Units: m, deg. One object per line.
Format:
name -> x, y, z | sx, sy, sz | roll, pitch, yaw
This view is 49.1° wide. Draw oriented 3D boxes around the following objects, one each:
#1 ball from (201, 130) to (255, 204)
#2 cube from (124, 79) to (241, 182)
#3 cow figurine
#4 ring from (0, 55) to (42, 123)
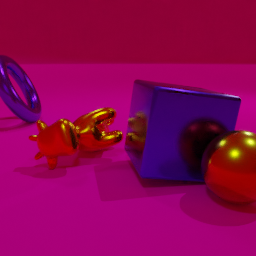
ball -> 1.383, 0.482, 3.502 | 0.912, 0.912, 0.912 | 0, 14, 0
cube -> 0.748, -0.007, 4.411 | 1.277, 1.277, 1.277 | 5, 13, -13
cow figurine -> -0.890, 0.149, 5.067 | 1.541, 0.860, 1.566 | -17, -3, -8
ring -> -3.073, -1.083, 7.824 | 0.406, 2.029, 2.029 | -26, 14, 3
